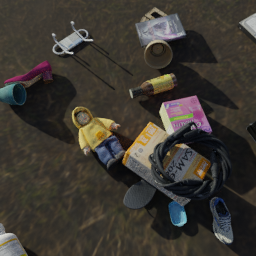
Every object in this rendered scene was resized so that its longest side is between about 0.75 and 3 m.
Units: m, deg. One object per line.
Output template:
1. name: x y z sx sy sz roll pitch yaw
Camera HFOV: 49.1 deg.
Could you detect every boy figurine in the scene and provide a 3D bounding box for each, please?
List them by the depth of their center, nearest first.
1. boy figurine: -1.052 0.213 10.024 1.613 0.836 2.594 -35 73 -12

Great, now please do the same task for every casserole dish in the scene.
1. casserole dish: 1.620 2.808 9.214 0.501 0.160 0.827 -9 66 -4

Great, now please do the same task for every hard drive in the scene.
1. hard drive: 5.797 -4.265 12.298 1.139 0.308 1.630 -30 70 -12

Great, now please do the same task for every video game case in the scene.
1. video game case: 1.392 -4.234 12.134 1.927 0.183 1.377 -13 62 1

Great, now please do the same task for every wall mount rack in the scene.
1. wall mount rack: -2.316 -3.674 11.838 1.764 0.658 1.533 -39 72 -15

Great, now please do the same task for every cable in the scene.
1. cable: 1.902 1.122 8.606 2.742 0.697 2.237 -33 77 -30

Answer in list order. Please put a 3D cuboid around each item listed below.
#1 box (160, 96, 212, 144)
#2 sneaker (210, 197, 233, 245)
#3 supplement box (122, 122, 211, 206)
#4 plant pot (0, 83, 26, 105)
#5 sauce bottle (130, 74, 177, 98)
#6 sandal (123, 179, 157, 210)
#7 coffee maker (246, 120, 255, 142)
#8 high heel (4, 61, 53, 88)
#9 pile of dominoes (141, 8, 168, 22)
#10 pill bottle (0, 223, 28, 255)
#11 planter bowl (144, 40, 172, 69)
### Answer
1. box: 2.059 -0.244 10.202 1.348 0.741 1.532 -12 67 -10
2. sneaker: 2.987 2.922 8.903 0.572 0.632 1.484 -11 67 -5
3. supplement box: 1.271 1.152 9.268 2.472 0.909 1.558 33 57 10
4. plant pot: -4.484 -1.268 10.732 0.777 0.827 0.827 -3 65 16
5. sauce bottle: 0.987 -1.608 10.946 1.857 0.601 0.601 -18 67 -9
6. sandal: 0.644 2.004 9.481 0.763 0.429 2.006 42 62 12
7. coffee maker: 5.062 0.482 9.282 1.373 1.958 2.038 -28 66 6
8. high heel: -3.976 -2.138 11.158 1.875 0.632 0.901 -11 76 -21
9. pile of dominoes: 1.316 -4.762 12.637 1.088 0.222 1.396 -40 64 -12
10. pill bottle: -3.557 3.916 8.198 1.119 1.119 2.147 -36 70 -15
11. planter bowl: 1.224 -3.115 11.439 1.125 1.125 0.757 3 40 1
